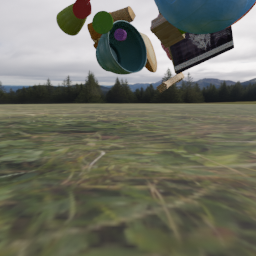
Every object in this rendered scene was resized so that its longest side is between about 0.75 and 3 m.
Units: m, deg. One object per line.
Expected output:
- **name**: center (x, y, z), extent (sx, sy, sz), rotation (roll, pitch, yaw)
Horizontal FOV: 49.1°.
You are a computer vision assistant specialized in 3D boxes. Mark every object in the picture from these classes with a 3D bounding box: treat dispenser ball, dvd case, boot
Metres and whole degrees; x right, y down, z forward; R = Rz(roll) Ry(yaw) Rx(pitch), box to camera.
- **treat dispenser ball**: center (1.181, -2.324, 4.198), extent (1.738, 1.738, 1.738), rotation (0, 6, 0)
- **dvd case**: center (2.025, -3.281, 8.317), extent (2.118, 2.849, 0.228), rotation (-25, 32, -3)
- **boot**: center (-0.223, -3.261, 11.332), extent (2.071, 2.893, 1.018), rotation (-15, 31, 31)

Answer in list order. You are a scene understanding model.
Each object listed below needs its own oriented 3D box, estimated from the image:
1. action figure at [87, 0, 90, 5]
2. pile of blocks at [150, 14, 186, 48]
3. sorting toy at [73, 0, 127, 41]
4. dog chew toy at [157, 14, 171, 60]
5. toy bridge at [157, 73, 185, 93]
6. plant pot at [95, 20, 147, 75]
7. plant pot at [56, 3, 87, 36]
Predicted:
- **action figure**: center (-0.916, -3.396, 5.875), extent (0.872, 1.761, 0.575), rotation (-38, -16, 6)
- **pile of blocks**: center (1.289, -2.689, 5.814), extent (0.908, 0.687, 2.212), rotation (18, -36, -20)
- **sorting toy**: center (-0.682, -2.836, 7.482), extent (1.658, 0.575, 0.571), rotation (36, 17, 6)
- **dog chew toy**: center (1.754, -3.252, 10.017), extent (1.434, 1.434, 2.302), rotation (1, -28, 13)
- **toy bridge**: center (1.719, -1.768, 10.210), extent (0.667, 0.270, 1.985), rotation (-34, 0, 36)
- **plant pot**: center (-0.320, -2.239, 8.286), extent (1.522, 1.522, 1.020), rotation (-6, -4, -45)
- **plant pot**: center (-2.032, -4.346, 10.858), extent (1.081, 1.081, 1.155), rotation (-5, -11, -42)
